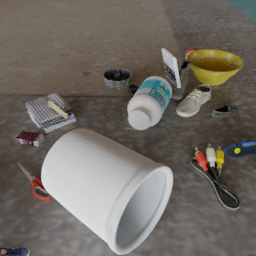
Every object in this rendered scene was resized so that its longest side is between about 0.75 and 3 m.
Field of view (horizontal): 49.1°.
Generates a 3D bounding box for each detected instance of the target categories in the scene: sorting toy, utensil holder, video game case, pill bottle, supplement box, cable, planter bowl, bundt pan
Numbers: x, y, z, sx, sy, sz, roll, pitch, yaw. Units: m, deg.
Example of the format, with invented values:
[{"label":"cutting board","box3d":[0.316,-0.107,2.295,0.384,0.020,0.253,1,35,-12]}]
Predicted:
[{"label":"sorting toy","box3d":[-2.639,-0.713,10.672,0.838,0.775,0.153,35,74,-3]},{"label":"utensil holder","box3d":[-0.602,1.484,7.458,2.766,2.351,2.351,26,44,32]},{"label":"video game case","box3d":[1.960,-2.729,12.705,0.183,1.424,1.566,-19,33,-3]},{"label":"pill bottle","box3d":[0.853,-0.992,11.466,1.405,1.405,2.535,13,40,16]},{"label":"supplement box","box3d":[-3.686,0.405,10.545,0.890,0.271,0.484,9,34,10]},{"label":"cable","box3d":[2.686,1.483,8.852,1.201,0.622,2.473,-4,37,-1]},{"label":"planter bowl","box3d":[4.307,-2.946,14.239,2.753,1.147,2.753,-1,37,0]},{"label":"bundt pan","box3d":[-0.520,-2.443,14.062,1.496,0.561,1.496,0,36,0]}]

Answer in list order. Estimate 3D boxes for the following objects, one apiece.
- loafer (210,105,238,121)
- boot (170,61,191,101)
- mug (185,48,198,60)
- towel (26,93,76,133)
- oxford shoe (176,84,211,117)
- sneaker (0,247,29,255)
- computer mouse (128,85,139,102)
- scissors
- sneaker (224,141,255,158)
[{"label":"loafer","box3d":[4.136,-0.732,11.887,1.483,0.466,0.533,-20,42,-24]},{"label":"boot","box3d":[2.472,-2.253,13.134,0.711,1.372,2.100,12,39,15]},{"label":"mug","box3d":[3.852,-3.829,15.694,1.110,0.834,1.250,-2,41,1]},{"label":"towel","box3d":[-3.231,-0.707,11.603,1.495,0.773,1.806,-25,44,-28]},{"label":"oxford shoe","box3d":[2.941,-1.274,12.418,0.927,0.712,2.467,29,48,29]},{"label":"sneaker","box3d":[-2.973,3.104,6.887,1.006,0.425,0.377,-8,38,-11]},{"label":"computer mouse","box3d":[0.318,-1.580,13.188,0.806,0.307,1.164,-9,49,-11]},{"label":"scissors","box3d":[-3.107,1.670,8.996,2.054,0.143,0.751,22,44,24]},{"label":"sneaker","box3d":[4.036,0.717,10.066,1.393,0.459,0.546,-7,23,-8]}]
